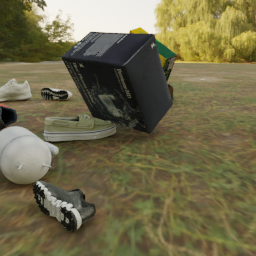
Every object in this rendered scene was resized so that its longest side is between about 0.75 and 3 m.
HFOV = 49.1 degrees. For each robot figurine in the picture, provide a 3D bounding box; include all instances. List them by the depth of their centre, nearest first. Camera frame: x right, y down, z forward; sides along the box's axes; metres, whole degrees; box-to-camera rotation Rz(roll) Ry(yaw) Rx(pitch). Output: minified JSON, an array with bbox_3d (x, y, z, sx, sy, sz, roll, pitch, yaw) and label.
[{"bbox_3d":[-2.146,0.527,5.600,1.414,0.942,1.668,-14,22,-35],"label":"robot figurine"}]

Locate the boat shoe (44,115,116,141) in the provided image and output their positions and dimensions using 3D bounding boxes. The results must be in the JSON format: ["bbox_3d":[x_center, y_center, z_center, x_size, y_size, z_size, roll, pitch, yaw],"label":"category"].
[{"bbox_3d":[-1.330,-0.042,8.044,2.117,0.657,0.762,-6,17,-25],"label":"boat shoe"}]

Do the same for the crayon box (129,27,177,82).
[{"bbox_3d":[0.650,-2.227,10.260,0.628,2.154,1.858,-27,61,-32],"label":"crayon box"}]

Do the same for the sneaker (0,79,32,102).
[{"bbox_3d":[-5.798,-1.810,13.428,2.153,1.072,0.806,-9,20,-25],"label":"sneaker"}]

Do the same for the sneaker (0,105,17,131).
[{"bbox_3d":[-4.274,-0.192,7.846,1.201,1.065,2.841,0,16,17],"label":"sneaker"}]

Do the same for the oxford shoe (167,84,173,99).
[{"bbox_3d":[1.751,-1.684,13.428,0.724,0.840,1.991,7,19,15],"label":"oxford shoe"}]

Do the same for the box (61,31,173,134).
[{"bbox_3d":[-0.258,-1.348,8.087,2.418,2.378,1.420,16,54,37],"label":"box"}]

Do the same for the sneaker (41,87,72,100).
[{"bbox_3d":[-3.547,-1.648,13.940,1.687,0.622,0.675,11,7,18],"label":"sneaker"}]

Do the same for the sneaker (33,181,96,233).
[{"bbox_3d":[-1.003,1.156,4.432,1.308,0.435,0.592,19,22,40],"label":"sneaker"}]
